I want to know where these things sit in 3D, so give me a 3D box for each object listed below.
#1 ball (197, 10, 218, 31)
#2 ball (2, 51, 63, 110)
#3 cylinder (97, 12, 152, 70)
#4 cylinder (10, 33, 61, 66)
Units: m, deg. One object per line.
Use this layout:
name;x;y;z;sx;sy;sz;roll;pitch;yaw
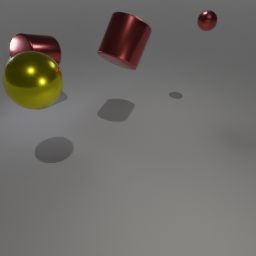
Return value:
ball;2.831;-3.830;10.003;0.700;0.700;0.700;0;33;0
ball;-2.287;-1.146;6.812;1.400;1.400;1.400;0;33;0
cylinder;-0.117;-2.821;9.210;1.400;1.400;1.400;22;2;-1
cylinder;-3.583;-2.913;10.922;1.400;1.400;1.400;21;23;29
